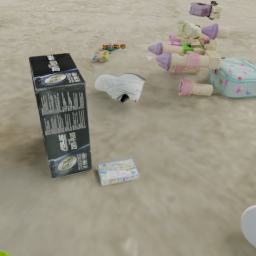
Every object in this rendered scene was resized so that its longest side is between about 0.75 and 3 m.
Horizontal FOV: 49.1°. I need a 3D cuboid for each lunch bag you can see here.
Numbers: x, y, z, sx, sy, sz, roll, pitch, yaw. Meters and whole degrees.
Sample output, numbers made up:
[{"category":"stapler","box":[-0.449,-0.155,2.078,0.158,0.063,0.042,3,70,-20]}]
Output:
[{"category":"lunch bag","box":[4.034,-1.921,10.262,1.747,0.840,2.178,-5,35,-7]}]

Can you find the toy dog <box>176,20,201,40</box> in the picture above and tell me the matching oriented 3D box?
[{"category":"toy dog","box":[2.062,-3.202,9.156,0.802,0.577,0.827,-3,3,42]}]

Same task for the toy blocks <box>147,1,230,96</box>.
[{"category":"toy blocks","box":[1.854,-2.908,9.931,2.372,2.818,2.633,6,34,-2]}]

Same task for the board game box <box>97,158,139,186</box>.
[{"category":"board game box","box":[-0.243,1.022,6.605,0.871,0.149,0.585,-8,35,-12]}]

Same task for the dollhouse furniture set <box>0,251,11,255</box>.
[{"category":"dollhouse furniture set","box":[-2.301,2.577,4.151,2.616,1.010,1.308,-2,37,32]}]

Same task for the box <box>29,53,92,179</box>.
[{"category":"box","box":[-1.597,-0.333,6.643,0.999,2.320,1.900,-11,36,-17]}]

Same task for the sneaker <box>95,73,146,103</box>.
[{"category":"sneaker","box":[-0.402,-1.327,9.396,2.131,0.928,0.794,7,-5,45]}]

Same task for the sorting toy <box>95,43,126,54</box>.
[{"category":"sorting toy","box":[-0.900,-3.913,13.638,0.816,0.286,1.692,24,41,30]}]

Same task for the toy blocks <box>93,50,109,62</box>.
[{"category":"toy blocks","box":[-1.229,-3.190,12.535,0.629,0.460,0.920,-7,33,9]}]

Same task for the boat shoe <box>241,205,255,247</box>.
[{"category":"boat shoe","box":[3.485,1.785,4.840,2.854,1.027,0.938,-1,2,21]}]
